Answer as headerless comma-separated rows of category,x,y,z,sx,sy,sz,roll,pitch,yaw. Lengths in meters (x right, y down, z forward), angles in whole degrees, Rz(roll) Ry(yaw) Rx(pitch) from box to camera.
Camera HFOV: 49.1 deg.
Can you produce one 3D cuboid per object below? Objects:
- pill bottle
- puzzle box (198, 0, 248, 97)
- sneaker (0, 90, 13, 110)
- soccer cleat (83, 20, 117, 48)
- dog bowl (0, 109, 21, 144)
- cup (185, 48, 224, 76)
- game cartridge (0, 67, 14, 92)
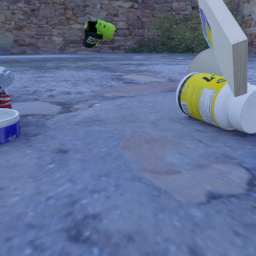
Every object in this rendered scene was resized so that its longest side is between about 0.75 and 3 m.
pill bottle,2.932,-0.843,8.855,1.577,1.577,2.759,-9,21,-26
puzzle box,2.082,-2.066,6.281,0.305,1.598,2.402,-18,53,12
sneaker,-4.930,-0.924,10.010,1.762,0.991,0.628,4,19,12
soccer cleat,-1.150,-3.179,9.349,0.826,0.688,2.038,22,-8,-32
dog bowl,-3.915,-0.052,7.917,1.629,0.642,1.629,0,19,0
cup,3.948,-2.205,12.576,2.258,2.258,1.615,-9,40,-27
game cartridge,-5.197,-1.033,9.190,2.864,0.595,1.907,-42,31,-18
